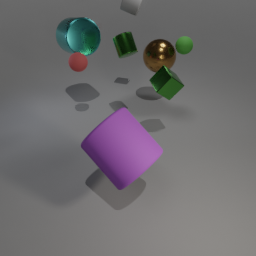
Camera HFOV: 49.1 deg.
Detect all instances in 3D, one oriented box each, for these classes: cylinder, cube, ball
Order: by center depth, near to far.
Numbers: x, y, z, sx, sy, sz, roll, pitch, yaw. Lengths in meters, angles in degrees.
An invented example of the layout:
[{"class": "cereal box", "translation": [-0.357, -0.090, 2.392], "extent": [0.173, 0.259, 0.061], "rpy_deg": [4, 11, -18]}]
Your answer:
[{"class": "cylinder", "translation": [-0.143, 0.478, 6.594], "extent": [1.400, 1.400, 1.400], "rpy_deg": [48, 47, 3]}, {"class": "cube", "translation": [1.263, -1.476, 9.173], "extent": [0.700, 0.700, 0.700], "rpy_deg": [24, 31, -40]}, {"class": "cylinder", "translation": [-0.097, -2.862, 9.688], "extent": [0.700, 0.700, 0.700], "rpy_deg": [-19, 5, 2]}, {"class": "ball", "translation": [-1.830, -2.416, 10.281], "extent": [0.700, 0.700, 0.700], "rpy_deg": [0, 34, 0]}, {"class": "cylinder", "translation": [-1.974, -3.604, 11.028], "extent": [1.400, 1.400, 1.400], "rpy_deg": [-17, 26, -24]}, {"class": "cylinder", "translation": [0.135, -4.946, 11.174], "extent": [0.700, 0.700, 0.700], "rpy_deg": [23, 35, -3]}, {"class": "ball", "translation": [2.248, -3.301, 11.203], "extent": [0.700, 0.700, 0.700], "rpy_deg": [0, 34, 0]}, {"class": "ball", "translation": [1.330, -3.030, 11.821], "extent": [1.400, 1.400, 1.400], "rpy_deg": [0, 34, 0]}]
